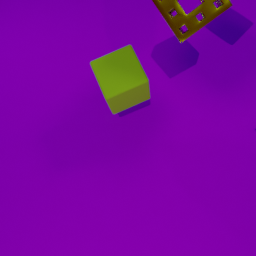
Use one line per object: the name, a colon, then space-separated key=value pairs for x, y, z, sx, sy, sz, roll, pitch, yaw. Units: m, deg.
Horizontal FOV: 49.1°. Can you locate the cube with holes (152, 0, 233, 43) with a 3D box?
cube with holes: x=1.107 y=-2.272 z=5.025 sx=0.988 sy=0.988 sz=0.988 roll=-33 pitch=101 yaw=22

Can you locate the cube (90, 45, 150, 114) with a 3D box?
cube: x=-0.137 y=-1.001 z=5.973 sx=0.927 sy=0.927 sz=0.927 roll=-24 pitch=72 yaw=0
